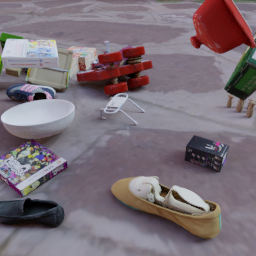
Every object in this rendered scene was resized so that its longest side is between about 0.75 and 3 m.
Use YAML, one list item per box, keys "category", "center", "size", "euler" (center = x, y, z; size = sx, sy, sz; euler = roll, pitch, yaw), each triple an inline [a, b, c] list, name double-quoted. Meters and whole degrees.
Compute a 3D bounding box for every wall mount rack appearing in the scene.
- category: "wall mount rack"
  center: [-0.167, -0.601, 9.081]
  size: [1.244, 0.534, 1.431]
  euler: [7, 34, 17]

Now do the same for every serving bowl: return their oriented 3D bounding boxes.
- category: "serving bowl"
  center: [-2.537, -0.203, 8.163]
  size: [2.038, 0.670, 2.038]
  euler: [-3, 25, 2]

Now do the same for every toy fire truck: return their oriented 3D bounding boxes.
- category: "toy fire truck"
  center: [-0.473, -2.260, 10.945]
  size: [2.597, 1.456, 2.181]
  euler: [-22, 21, -31]

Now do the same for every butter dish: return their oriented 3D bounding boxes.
- category: "butter dish"
  center: [1.554, -1.801, 5.096]
  size: [0.907, 1.228, 1.224]
  euler: [-35, 15, 19]

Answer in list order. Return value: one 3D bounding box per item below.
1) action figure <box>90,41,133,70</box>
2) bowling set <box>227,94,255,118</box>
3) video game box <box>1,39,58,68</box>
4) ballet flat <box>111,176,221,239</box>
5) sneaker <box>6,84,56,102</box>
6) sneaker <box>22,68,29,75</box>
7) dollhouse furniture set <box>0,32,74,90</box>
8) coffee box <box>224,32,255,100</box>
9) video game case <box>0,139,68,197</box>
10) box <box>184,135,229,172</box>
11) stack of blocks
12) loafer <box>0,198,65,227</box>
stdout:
- category: "action figure"
  center: [-0.660, -2.854, 12.324]
  size: [2.179, 1.460, 1.623]
  euler: [-27, 83, -17]
- category: "bowling set"
  center: [3.932, -0.877, 9.390]
  size: [0.755, 0.582, 1.084]
  euler: [-23, 40, -30]
- category: "video game box"
  center: [-2.744, -2.141, 7.973]
  size: [1.422, 0.365, 1.561]
  euler: [-5, 35, -14]
- category: "ballet flat"
  center: [0.739, 1.391, 5.752]
  size: [2.426, 0.765, 0.833]
  euler: [17, 34, 25]
- category: "sneaker"
  center: [-3.474, -1.171, 9.815]
  size: [1.736, 0.609, 0.712]
  euler: [-1, 30, 1]
- category: "sneaker"
  center: [-4.148, -2.852, 12.539]
  size: [0.854, 0.492, 1.637]
  euler: [17, 42, 24]
- category: "dollhouse furniture set"
  center: [-3.741, -2.319, 11.257]
  size: [2.936, 1.474, 1.924]
  euler: [11, 67, -10]
- category: "coffee box"
  center: [3.009, -2.016, 5.700]
  size: [0.592, 1.655, 2.692]
  euler: [29, 83, 9]
- category: "video game case"
  center: [-2.470, 0.924, 6.930]
  size: [1.459, 0.261, 1.323]
  euler: [25, 41, 33]
- category: "box"
  center: [1.998, 0.637, 7.145]
  size: [0.948, 0.503, 0.580]
  euler: [18, 37, 26]
- category: "stack of blocks"
  center: [-2.405, -3.001, 12.574]
  size: [1.262, 0.642, 2.191]
  euler: [10, 35, 15]
- category: "loafer"
  center: [-2.053, 1.617, 5.599]
  size: [1.578, 0.554, 0.536]
  euler: [3, 33, 5]
